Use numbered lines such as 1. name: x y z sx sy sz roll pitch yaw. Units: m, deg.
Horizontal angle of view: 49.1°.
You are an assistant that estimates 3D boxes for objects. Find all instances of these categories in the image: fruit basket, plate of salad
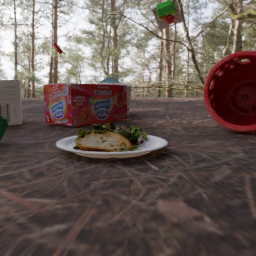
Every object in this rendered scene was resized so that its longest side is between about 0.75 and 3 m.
1. fruit basket: 1.371 -3.907 9.671 0.875 0.443 0.944 -16 -32 19
2. plate of salad: -0.318 0.177 5.641 2.212 0.531 2.212 -1 7 0

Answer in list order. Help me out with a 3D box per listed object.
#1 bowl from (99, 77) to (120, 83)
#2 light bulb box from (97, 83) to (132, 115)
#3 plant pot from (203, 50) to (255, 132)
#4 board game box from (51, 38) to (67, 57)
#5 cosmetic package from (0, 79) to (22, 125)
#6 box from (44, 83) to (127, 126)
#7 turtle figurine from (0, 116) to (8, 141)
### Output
1. bowl: -0.772 -1.546 14.429 1.930 1.930 1.009 -6 27 -39
2. light bulb box: -0.684 -1.367 13.257 1.425 1.437 0.897 -4 19 -31
3. plant pot: 3.544 -0.978 8.407 2.222 2.222 2.023 4 -1 26
4. board game box: -3.144 -3.531 12.525 0.194 0.995 0.786 -42 35 -3
5. cosmetic package: -4.673 -0.947 10.076 1.558 1.560 1.890 -3 8 -22
6. box: -1.461 -0.922 10.408 1.481 1.418 2.971 6 10 37
7. turtle figurine: -4.205 -0.291 6.260 2.641 1.330 1.977 18 25 16
